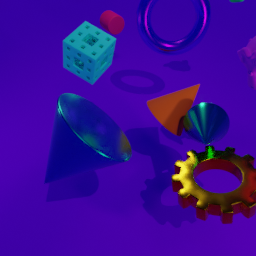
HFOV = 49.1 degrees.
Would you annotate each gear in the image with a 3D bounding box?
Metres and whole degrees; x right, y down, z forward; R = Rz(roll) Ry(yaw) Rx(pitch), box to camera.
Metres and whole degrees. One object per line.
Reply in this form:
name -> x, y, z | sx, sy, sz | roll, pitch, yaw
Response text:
gear -> 1.717, 1.005, 5.385 | 1.710, 0.316, 1.710 | -7, 35, 5

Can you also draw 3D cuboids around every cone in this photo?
cone -> 1.272, -0.626, 6.672 | 1.174, 1.178, 1.174 | 38, 21, -18
cone -> 1.577, 0.107, 5.676 | 0.974, 0.974, 0.978 | 11, 27, 11
cone -> -0.931, 0.447, 4.476 | 1.418, 1.423, 1.418 | 39, 19, -16

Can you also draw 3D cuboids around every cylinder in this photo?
cylinder -> -0.608, -4.005, 10.634 | 0.710, 0.710, 0.710 | -24, 47, -22

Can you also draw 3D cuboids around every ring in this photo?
ring -> 1.234, -2.996, 7.637 | 2.027, 2.027, 0.405 | 1, 27, 1

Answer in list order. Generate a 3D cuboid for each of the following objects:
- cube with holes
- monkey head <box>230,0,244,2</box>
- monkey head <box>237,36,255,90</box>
cube with holes -> -0.952, -1.823, 6.840 | 0.886, 0.886, 0.886 | 32, 59, 7
monkey head -> 3.160, -4.082, 7.865 | 1.356, 0.817, 0.975 | -21, 30, 27
monkey head -> 2.588, -1.263, 5.260 | 0.817, 0.975, 1.356 | -26, 33, -12
